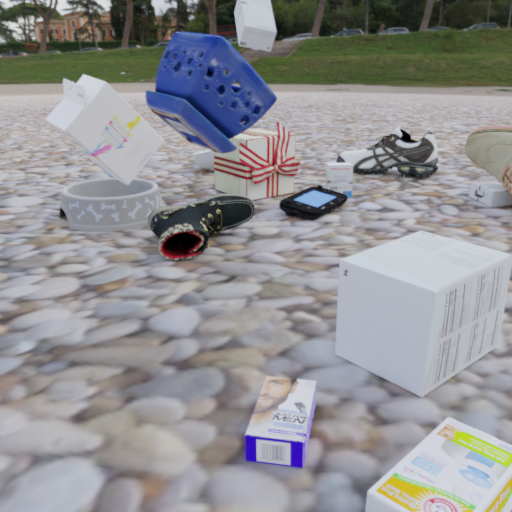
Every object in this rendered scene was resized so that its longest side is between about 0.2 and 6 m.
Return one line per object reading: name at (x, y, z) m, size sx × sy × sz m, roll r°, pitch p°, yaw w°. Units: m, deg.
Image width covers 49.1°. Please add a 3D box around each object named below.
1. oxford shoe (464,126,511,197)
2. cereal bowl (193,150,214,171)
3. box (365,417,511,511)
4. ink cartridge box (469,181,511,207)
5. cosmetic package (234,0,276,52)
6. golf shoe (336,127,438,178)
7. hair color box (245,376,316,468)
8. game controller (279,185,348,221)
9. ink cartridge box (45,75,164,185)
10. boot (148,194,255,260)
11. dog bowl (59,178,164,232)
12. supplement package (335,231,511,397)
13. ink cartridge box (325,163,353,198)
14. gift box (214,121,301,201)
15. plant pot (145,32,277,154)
oxford shoe at (5.513, -1.677, 11.391) m, size 1.243 × 1.192 × 3.367 m, roll -33°, pitch 44°, yaw -20°
cereal bowl at (-1.035, -2.706, 15.533) m, size 1.382 × 0.576 × 1.382 m, roll -12°, pitch 13°, yaw 3°
box at (1.277, 1.666, 3.754) m, size 1.102 × 0.559 × 0.620 m, roll -19°, pitch 26°, yaw -41°
ink cartridge box at (5.238, -1.371, 12.362) m, size 0.649 × 0.366 × 0.884 m, roll -4°, pitch 21°, yaw -11°
cosmetic package at (-0.025, -3.807, 9.113) m, size 0.557 × 0.401 × 0.988 m, roll 3°, pitch 53°, yaw -17°
golf shoe at (3.526, -2.845, 15.111) m, size 2.743 × 1.296 × 1.066 m, roll 8°, pitch 22°, yaw 24°
hair color box at (0.234, 1.412, 4.871) m, size 0.491 × 0.291 × 0.898 m, roll 3°, pitch 19°, yaw 11°
game controller at (1.227, -1.132, 11.717) m, size 0.925 × 0.373 × 1.773 m, roll 11°, pitch 24°, yaw 29°
ink cartridge box at (-2.384, -1.989, 8.600) m, size 0.943 × 1.506 × 0.968 m, roll -53°, pitch 42°, yaw -7°
boot at (-0.828, -0.476, 9.498) m, size 1.916 × 0.692 × 1.447 m, roll -10°, pitch 24°, yaw -10°
dog bowl at (-2.895, -1.085, 11.234) m, size 2.131 × 0.625 × 2.131 m, roll 1°, pitch 20°, yaw 0°
supplement package at (1.779, 0.531, 6.019) m, size 1.509 × 1.137 × 1.146 m, roll -17°, pitch 26°, yaw -38°
ink cartridge box at (1.876, -1.709, 12.704) m, size 0.563 × 0.771 × 0.325 m, roll -1°, pitch 20°, yaw -2°
gift box at (-0.046, -2.226, 12.865) m, size 1.584 × 1.717 × 1.603 m, roll -20°, pitch 29°, yaw -32°
plant pot at (-0.497, -1.545, 5.455) m, size 0.896 × 0.806 × 0.896 m, roll 35°, pitch -4°, yaw -43°
